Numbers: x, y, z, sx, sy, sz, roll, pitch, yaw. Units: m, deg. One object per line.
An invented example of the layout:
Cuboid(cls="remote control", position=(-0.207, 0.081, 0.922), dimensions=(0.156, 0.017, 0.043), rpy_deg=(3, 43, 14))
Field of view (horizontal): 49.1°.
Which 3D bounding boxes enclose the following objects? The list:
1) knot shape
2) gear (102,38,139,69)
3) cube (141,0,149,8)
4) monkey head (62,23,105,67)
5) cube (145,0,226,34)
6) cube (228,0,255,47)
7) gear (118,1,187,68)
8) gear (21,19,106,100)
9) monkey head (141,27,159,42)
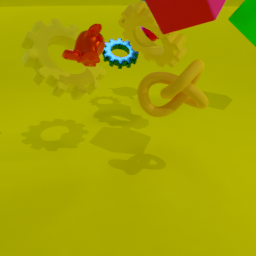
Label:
Cuboid(cls="knot shape", position=(0.934, -0.731, 5.102), dimensions=(1.362, 1.274, 0.629), rpy_deg=(1, 62, -19))
Cuboid(cls="gear", position=(-0.266, -2.459, 9.217), dimensions=(1.211, 0.224, 1.211), rpy_deg=(5, 56, -7))
Cuboid(cls="cube", position=(0.771, -3.540, 6.918), dimensions=(0.824, 0.824, 0.824), rpy_deg=(-16, 53, 45))
Cuboid(cls="monkey head", position=(-0.906, -1.656, 5.685), dimensions=(0.845, 0.708, 1.174), rpy_deg=(3, -9, -25))
Cuboid(cls="cube", position=(1.015, -2.503, 4.901), dimensions=(1.084, 1.084, 1.084), rpy_deg=(0, 48, 43))
Cuboid(cls="cube", position=(4.184, -3.541, 8.447), dimensions=(1.333, 1.333, 1.333), rpy_deg=(46, 65, 2))
Cuboid(cls="gear", position=(0.613, -2.334, 7.169), dimensions=(1.868, 1.868, 0.345), rpy_deg=(26, 74, 42))
Cuboid(cls="gear", position=(-1.438, -1.599, 6.486), dimensions=(1.924, 1.924, 0.356), rpy_deg=(-29, -3, -44))
Cuboid(cls="monkey head", position=(0.723, -3.659, 9.639), dimensions=(1.110, 1.325, 1.842), rpy_deg=(-26, 43, -28))
